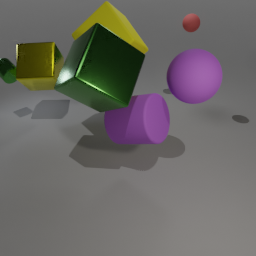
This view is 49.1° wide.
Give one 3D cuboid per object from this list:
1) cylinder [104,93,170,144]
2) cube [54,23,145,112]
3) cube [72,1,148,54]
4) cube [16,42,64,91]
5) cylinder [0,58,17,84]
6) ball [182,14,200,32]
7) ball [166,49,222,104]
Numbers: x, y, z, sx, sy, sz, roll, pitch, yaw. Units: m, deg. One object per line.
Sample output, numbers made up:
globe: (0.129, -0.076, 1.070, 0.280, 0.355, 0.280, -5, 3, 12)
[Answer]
cylinder: (0.276, -0.235, 8.072, 1.400, 1.400, 1.400, -2, 24, 36)
cube: (-0.687, -1.331, 6.682, 1.400, 1.400, 1.400, 26, -16, -28)
cube: (-0.492, -2.526, 8.280, 1.400, 1.400, 1.400, 56, 19, 9)
cube: (-3.317, -2.319, 10.747, 1.400, 1.400, 1.400, -3, -10, 2)
cylinder: (-4.525, -2.139, 10.486, 0.700, 0.700, 0.700, 42, 46, 18)
ball: (2.537, -4.205, 11.225, 0.700, 0.700, 0.700, 0, 30, 0)
ball: (1.701, -1.323, 7.238, 1.400, 1.400, 1.400, 0, 30, 0)
